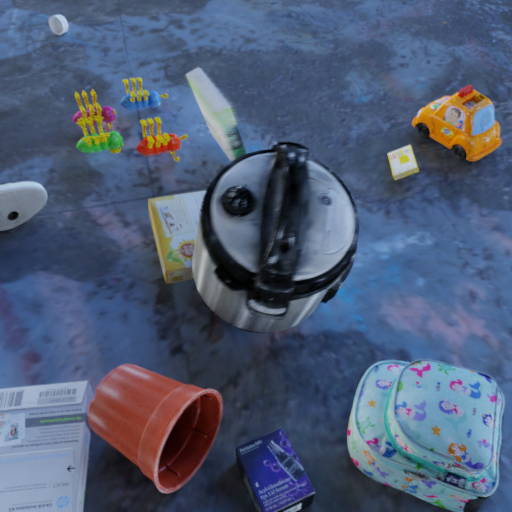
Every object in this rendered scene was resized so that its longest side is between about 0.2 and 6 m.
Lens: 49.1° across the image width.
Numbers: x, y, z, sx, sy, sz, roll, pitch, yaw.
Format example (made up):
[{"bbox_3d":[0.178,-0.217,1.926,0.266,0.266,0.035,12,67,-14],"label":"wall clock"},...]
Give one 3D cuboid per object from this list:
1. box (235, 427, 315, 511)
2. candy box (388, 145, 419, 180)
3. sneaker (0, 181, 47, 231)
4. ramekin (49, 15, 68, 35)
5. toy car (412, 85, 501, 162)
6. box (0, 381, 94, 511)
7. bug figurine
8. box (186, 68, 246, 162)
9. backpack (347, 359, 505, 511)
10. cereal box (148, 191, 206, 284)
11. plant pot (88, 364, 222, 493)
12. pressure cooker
[{"bbox_3d":[0.245,3.139,7.979,0.787,0.555,1.063,-20,52,-16],"label":"box"},{"bbox_3d":[3.308,-2.116,12.642,0.555,0.143,1.085,-21,33,20],"label":"candy box"},{"bbox_3d":[-5.899,-1.140,11.443,2.835,1.036,1.586,-28,55,-21],"label":"sneaker"},{"bbox_3d":[-5.985,-7.026,17.001,0.566,0.566,0.276,23,45,19],"label":"ramekin"},{"bbox_3d":[6.028,-3.615,13.405,4.230,1.408,2.075,-16,51,-13],"label":"toy car"},{"bbox_3d":[-3.377,3.008,8.155,1.777,0.469,2.280,-5,48,-4],"label":"box"},{"bbox_3d":[-3.091,-3.160,13.363,2.465,0.818,3.179,-10,45,-16],"label":"bug figurine"},{"bbox_3d":[-0.785,-2.913,12.217,0.367,2.018,1.456,-32,60,-3],"label":"box"},{"bbox_3d":[2.390,2.433,8.031,2.096,1.578,1.861,13,49,18],"label":"backpack"},{"bbox_3d":[-0.720,-0.513,11.065,2.525,0.499,1.817,-9,56,-14],"label":"cereal box"},{"bbox_3d":[-1.527,2.374,8.158,1.481,1.522,1.522,19,51,27],"label":"plant pot"},{"bbox_3d":[0.256,-0.238,9.048,2.591,2.901,2.552,-30,73,-21],"label":"pressure cooker"}]
